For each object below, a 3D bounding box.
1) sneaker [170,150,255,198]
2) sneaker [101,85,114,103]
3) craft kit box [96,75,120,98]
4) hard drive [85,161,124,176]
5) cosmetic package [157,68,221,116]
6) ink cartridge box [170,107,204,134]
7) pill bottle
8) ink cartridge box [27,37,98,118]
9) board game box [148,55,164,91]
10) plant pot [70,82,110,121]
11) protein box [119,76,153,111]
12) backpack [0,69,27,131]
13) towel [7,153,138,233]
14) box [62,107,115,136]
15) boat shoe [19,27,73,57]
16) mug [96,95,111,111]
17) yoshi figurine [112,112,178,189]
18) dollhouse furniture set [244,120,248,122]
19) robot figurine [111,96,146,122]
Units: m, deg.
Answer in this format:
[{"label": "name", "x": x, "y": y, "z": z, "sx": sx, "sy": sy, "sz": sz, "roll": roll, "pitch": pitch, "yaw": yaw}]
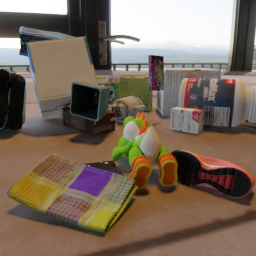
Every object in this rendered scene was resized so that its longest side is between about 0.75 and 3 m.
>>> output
[{"label": "sneaker", "x": 1.751, "y": 0.962, "z": 5.996, "sx": 1.907, "sy": 0.703, "sz": 0.827, "roll": 17, "pitch": 9, "yaw": 39}, {"label": "sneaker", "x": -1.621, "y": -1.775, "z": 15.041, "sx": 1.787, "sy": 1.096, "sz": 2.747, "roll": -11, "pitch": 6, "yaw": -7}, {"label": "craft kit box", "x": -1.542, "y": -2.419, "z": 16.636, "sx": 2.375, "sy": 0.583, "sz": 2.404, "roll": 4, "pitch": -13, "yaw": 4}, {"label": "hard drive", "x": -0.893, "y": 1.064, "z": 5.999, "sx": 1.463, "sy": 0.277, "sz": 1.022, "roll": -4, "pitch": 15, "yaw": -17}, {"label": "cosmetic package", "x": 2.715, "y": -1.742, "z": 13.082, "sx": 2.488, "sy": 2.053, "sz": 2.051, "roll": -1, "pitch": 15, "yaw": -3}, {"label": "ink cartridge box", "x": 2.108, "y": -0.291, "z": 10.075, "sx": 1.103, "sy": 0.798, "sz": 0.465, "roll": 10, "pitch": 18, "yaw": 35}, {"label": "pill bottle", "x": 3.548, "y": -0.977, "z": 10.673, "sx": 2.994, "sy": 1.790, "sz": 1.790, "roll": 5, "pitch": 16, "yaw": 19}, {"label": "ink cartridge box", "x": -2.620, "y": -1.860, "z": 11.083, "sx": 2.139, "sy": 2.149, "sz": 2.929, "roll": -13, "pitch": -6, "yaw": -18}, {"label": "board game box", "x": 1.106, "y": -2.128, "z": 10.889, "sx": 0.806, "sy": 1.343, "sz": 0.217, "roll": -9, "pitch": 10, "yaw": -42}, {"label": "plant pot", "x": -1.136, "y": -0.957, "z": 9.263, "sx": 1.084, "sy": 1.081, "sz": 1.104, "roll": 15, "pitch": 20, "yaw": 20}, {"label": "protein box", "x": 0.416, "y": -1.750, "z": 14.002, "sx": 1.617, "sy": 1.605, "sz": 1.091, "roll": 1, "pitch": 15, "yaw": 5}, {"label": "backpack", "x": -4.993, "y": -0.965, "z": 10.081, "sx": 2.502, "sy": 2.200, "sz": 1.918, "roll": 1, "pitch": -1, "yaw": 5}, {"label": "towel", "x": -0.993, "y": 1.099, "z": 5.153, "sx": 2.037, "sy": 0.232, "sz": 1.463, "roll": 15, "pitch": 29, "yaw": 20}, {"label": "box", "x": -1.478, "y": -0.328, "z": 10.345, "sx": 1.022, "sy": 0.765, "sz": 2.042, "roll": -12, "pitch": 17, "yaw": -40}, {"label": "boat shoe", "x": -3.130, "y": -3.263, "z": 11.284, "sx": 2.579, "sy": 1.171, "sz": 0.913, "roll": 11, "pitch": 14, "yaw": 7}, {"label": "mug", "x": -1.223, "y": -0.968, "z": 12.772, "sx": 1.073, "sy": 0.792, "sz": 0.940, "roll": 9, "pitch": 23, "yaw": -4}, {"label": "yoshi figurine", "x": 0.319, "y": 0.609, "z": 6.761, "sx": 1.326, "sy": 1.331, "sz": 2.368, "roll": -38, "pitch": 29, "yaw": 10}, {"label": "dollhouse furniture set", "x": 6.054, "y": -0.586, "z": 10.615, "sx": 1.444, "sy": 1.091, "sz": 2.684, "roll": -9, "pitch": 18, "yaw": -32}, {"label": "robot figurine", "x": -0.001, "y": -0.807, "z": 11.694, "sx": 1.439, "sy": 0.958, "sz": 1.696, "roll": 4, "pitch": 15, "yaw": 33}]
